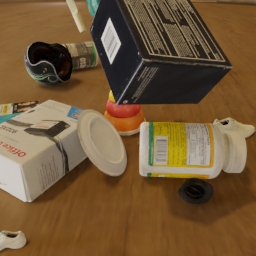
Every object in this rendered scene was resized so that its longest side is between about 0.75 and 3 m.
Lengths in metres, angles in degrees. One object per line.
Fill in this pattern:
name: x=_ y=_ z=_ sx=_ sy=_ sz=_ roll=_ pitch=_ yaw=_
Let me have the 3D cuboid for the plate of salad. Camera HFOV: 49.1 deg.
plate of salad: x=-0.748 y=0.425 z=7.843 sx=0.492 sy=2.047 sz=2.047 roll=-30 pitch=21 yaw=24

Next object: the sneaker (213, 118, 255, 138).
sneaker: x=3.589 y=-0.012 z=9.487 sx=1.543 sy=0.618 sz=0.543 roll=-2 pitch=29 yaw=-6

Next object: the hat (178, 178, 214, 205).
hat: x=1.687 y=1.662 z=6.947 sx=0.886 sy=0.357 sz=0.886 roll=-7 pitch=32 yaw=4

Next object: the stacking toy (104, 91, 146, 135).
stacking toy: x=-0.152 y=-0.994 z=9.577 sx=1.599 sy=2.189 sz=1.599 roll=0 pitch=30 yaw=0

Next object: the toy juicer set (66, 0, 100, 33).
toy juicer set: x=-0.655 y=-3.215 z=7.893 sx=2.284 sy=1.453 sz=0.622 roll=-3 pitch=11 yaw=-2

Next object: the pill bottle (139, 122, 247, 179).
pill bottle: x=1.660 y=0.600 z=7.580 sx=2.678 sy=1.510 sz=1.510 roll=1 pitch=31 yaw=3

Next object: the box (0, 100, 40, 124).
box: x=-4.364 y=-0.455 z=10.257 sx=2.289 sy=0.563 sz=0.942 roll=-9 pitch=32 yaw=-15

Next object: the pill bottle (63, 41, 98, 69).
pill bottle: x=-2.949 y=-3.884 z=15.189 sx=2.408 sy=1.362 sz=1.362 roll=-13 pitch=33 yaw=-21

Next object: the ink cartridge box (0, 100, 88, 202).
ink cartridge box: x=-2.510 y=0.443 z=8.081 sx=2.141 sy=1.235 sz=2.951 roll=18 pitch=35 yaw=27

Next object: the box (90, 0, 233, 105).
box: x=0.536 y=-1.501 z=5.282 sx=1.928 sy=1.198 sz=1.943 roll=-3 pitch=59 yaw=-29

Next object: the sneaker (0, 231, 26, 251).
sneaker: x=-2.636 y=2.313 z=5.776 sx=0.959 sy=0.424 sz=0.361 roll=-9 pitch=34 yaw=-15

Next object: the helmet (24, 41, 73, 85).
helmet: x=-3.775 y=-2.991 z=13.063 sx=1.920 sy=2.014 sz=2.014 roll=8 pitch=32 yaw=20
